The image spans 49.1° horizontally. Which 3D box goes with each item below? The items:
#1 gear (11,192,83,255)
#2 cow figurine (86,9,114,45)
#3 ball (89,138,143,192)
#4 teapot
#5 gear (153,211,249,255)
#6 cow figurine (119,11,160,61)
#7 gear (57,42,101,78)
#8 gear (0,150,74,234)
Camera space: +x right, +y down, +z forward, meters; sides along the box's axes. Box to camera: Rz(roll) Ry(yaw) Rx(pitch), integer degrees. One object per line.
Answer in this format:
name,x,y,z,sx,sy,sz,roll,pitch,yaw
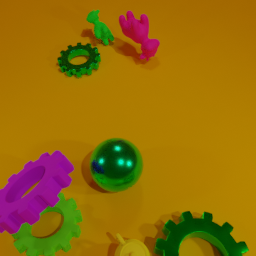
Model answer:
gear,-1.785,2.138,6.216,1.500,0.277,1.500,-2,43,2
cow figurine,-1.030,-3.699,10.218,0.612,1.116,1.098,-30,62,19
ball,-0.277,0.873,6.701,1.292,1.292,1.292,0,53,0
teapot,0.119,2.627,5.614,0.734,0.578,1.181,-32,66,-22
gear,1.523,2.715,5.776,1.959,0.362,1.959,3,49,-3
cow figurine,0.385,-3.068,9.425,0.809,1.450,1.473,-38,49,-22
gear,-1.677,-2.363,9.671,1.455,0.269,1.455,-2,56,3
gear,-2.138,1.336,6.172,2.008,0.371,2.008,-27,26,15
